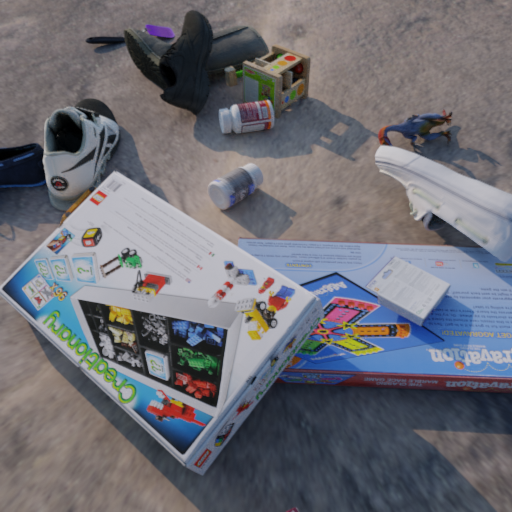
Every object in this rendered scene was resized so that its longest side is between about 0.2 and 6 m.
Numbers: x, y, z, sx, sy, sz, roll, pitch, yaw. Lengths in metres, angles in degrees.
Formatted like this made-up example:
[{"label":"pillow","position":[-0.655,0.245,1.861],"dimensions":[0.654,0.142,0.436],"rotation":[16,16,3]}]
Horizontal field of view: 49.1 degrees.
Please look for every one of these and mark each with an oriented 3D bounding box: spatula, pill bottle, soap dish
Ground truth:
[{"label":"spatula","position":[-3.260,-5.708,14.541],"dimensions":[2.295,0.236,0.649],"rotation":[-15,49,-14]},{"label":"pill bottle","position":[-0.358,-1.290,10.226],"dimensions":[0.548,0.548,0.963],"rotation":[36,54,29]},{"label":"pill bottle","position":[-0.205,-2.885,11.698],"dimensions":[1.079,0.591,0.591],"rotation":[-10,48,-9]},{"label":"soap dish","position":[-2.570,-0.622,9.637],"dimensions":[1.341,0.545,1.055],"rotation":[18,50,15]}]

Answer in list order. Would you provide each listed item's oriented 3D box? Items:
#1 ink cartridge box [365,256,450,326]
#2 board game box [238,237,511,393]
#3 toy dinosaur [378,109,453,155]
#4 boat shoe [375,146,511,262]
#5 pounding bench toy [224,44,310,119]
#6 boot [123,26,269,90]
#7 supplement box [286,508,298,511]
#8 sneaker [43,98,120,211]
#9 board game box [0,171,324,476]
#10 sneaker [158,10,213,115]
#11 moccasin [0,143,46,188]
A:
[{"label":"ink cartridge box","position":[2.197,0.493,8.150],"dimensions":[0.947,0.205,0.930],"rotation":[30,47,26]},{"label":"board game box","position":[1.994,0.813,8.362],"dimensions":[4.727,0.460,2.433],"rotation":[2,47,2]},{"label":"toy dinosaur","position":[3.249,-2.533,11.522],"dimensions":[1.465,0.847,1.614],"rotation":[1,18,10]},{"label":"boat shoe","position":[2.979,-0.934,9.228],"dimensions":[1.161,1.054,3.155],"rotation":[14,16,-37]},{"label":"pounding bench toy","position":[0.255,-4.023,12.468],"dimensions":[1.606,0.997,1.252],"rotation":[31,54,25]},{"label":"boot","position":[-1.436,-5.016,13.396],"dimensions":[2.735,0.992,2.486],"rotation":[-36,70,-20]},{"label":"supplement box","position":[0.191,3.164,6.199],"dimensions":[0.720,0.472,0.372],"rotation":[-19,51,-16]},{"label":"sneaker","position":[-3.364,-2.397,10.742],"dimensions":[1.159,1.384,3.128],"rotation":[-4,46,-2]},{"label":"board game box","position":[-1.444,0.655,7.813],"dimensions":[4.066,0.704,2.567],"rotation":[32,73,28]},{"label":"sneaker","position":[-1.545,-4.262,12.027],"dimensions":[1.074,0.899,2.367],"rotation":[8,74,-26]},{"label":"moccasin","position":[-5.121,-1.799,10.507],"dimensions":[2.496,0.851,1.004],"rotation":[-8,48,-7]}]
